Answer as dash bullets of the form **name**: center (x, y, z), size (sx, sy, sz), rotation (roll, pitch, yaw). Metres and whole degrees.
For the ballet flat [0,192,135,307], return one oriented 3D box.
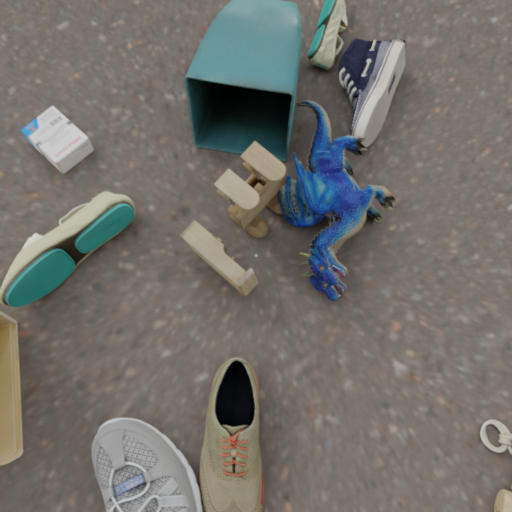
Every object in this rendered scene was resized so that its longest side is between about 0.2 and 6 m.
- **ballet flat**: center (-3.349, -0.212, 9.729), size (2.749, 0.955, 0.955), rotation (-39, 73, -19)

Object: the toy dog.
- **toy dog**: center (4.135, 3.238, 8.255), size (1.209, 0.883, 1.833), rotation (-1, 68, 0)

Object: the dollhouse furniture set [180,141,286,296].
- **dollhouse furniture set**: center (-0.051, -0.539, 9.345), size (1.312, 1.731, 1.975), rotation (41, 83, 13)

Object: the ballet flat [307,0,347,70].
- **ballet flat**: center (1.577, -4.724, 11.757), size (0.612, 0.663, 1.964), rotation (26, 71, -20)

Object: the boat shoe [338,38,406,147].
- **boat shoe**: center (2.052, -3.241, 11.019), size (1.136, 0.915, 2.450), rotation (17, 67, 23)

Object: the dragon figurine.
- **dragon figurine**: center (1.075, -1.195, 9.788), size (1.909, 1.130, 3.840), rotation (-19, 78, -18)

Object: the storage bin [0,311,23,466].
- **storage bin**: center (-4.411, 1.855, 8.002), size (1.130, 2.412, 2.394), rotation (-12, 68, -4)

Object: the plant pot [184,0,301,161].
- **plant pot**: center (-0.063, -3.510, 10.577), size (1.851, 1.850, 2.619), rotation (10, 63, 4)

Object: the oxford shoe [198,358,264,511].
- **oxford shoe**: center (-0.400, 2.904, 8.292), size (1.001, 1.062, 2.841), rotation (-3, 68, -1)

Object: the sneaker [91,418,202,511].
- **sneaker**: center (-1.354, 3.781, 7.630), size (1.287, 1.412, 3.445), rotation (-32, 70, 1)

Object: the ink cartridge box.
- **ink cartridge box**: center (-3.787, -2.211, 10.710), size (1.087, 0.458, 0.793), rotation (42, 74, 15)
